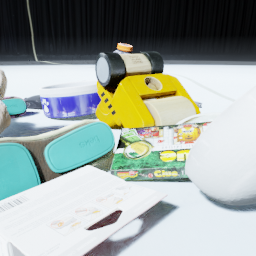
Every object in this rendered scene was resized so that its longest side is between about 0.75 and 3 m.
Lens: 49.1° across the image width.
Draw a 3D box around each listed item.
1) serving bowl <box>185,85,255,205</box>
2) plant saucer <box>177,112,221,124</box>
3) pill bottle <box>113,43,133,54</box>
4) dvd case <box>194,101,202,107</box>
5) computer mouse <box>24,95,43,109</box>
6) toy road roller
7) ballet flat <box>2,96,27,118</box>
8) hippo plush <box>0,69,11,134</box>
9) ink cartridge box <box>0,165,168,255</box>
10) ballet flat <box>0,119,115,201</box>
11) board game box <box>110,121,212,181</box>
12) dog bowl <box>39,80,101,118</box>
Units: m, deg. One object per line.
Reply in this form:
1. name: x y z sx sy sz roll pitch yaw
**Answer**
1. serving bowl: 1.878 0.267 3.310 2.325 2.325 0.765 -8 53 -26
2. plant saucer: 1.619 0.293 5.246 1.718 0.431 1.718 -8 32 5
3. pill bottle: -0.274 -2.632 11.788 0.926 1.744 0.926 11 23 -5
4. dvd case: 1.367 -1.037 10.636 1.789 0.192 2.406 -6 16 -20
5. computer mouse: -3.400 -0.942 9.891 1.708 0.450 1.183 1 15 5
6. toy road roller: 0.229 -0.526 7.056 1.697 2.016 2.761 -12 57 -33
7. ballet flat: -4.169 -0.511 8.060 0.869 0.844 2.441 -10 0 43
8. hippo plush: -3.795 -0.301 6.082 2.592 2.065 2.084 16 -18 -12
9. ink cartridge box: -0.605 1.017 3.265 1.478 0.375 1.677 13 21 40
10. ballet flat: -1.451 0.578 4.139 1.032 1.032 2.972 15 20 41
11. board game box: 1.007 0.335 4.716 2.458 0.288 1.288 -5 33 11
12. dog bowl: -1.632 -0.979 8.908 2.198 0.866 2.198 -6 14 1
